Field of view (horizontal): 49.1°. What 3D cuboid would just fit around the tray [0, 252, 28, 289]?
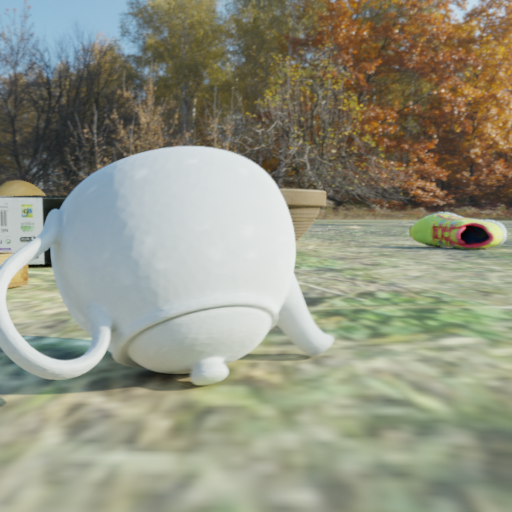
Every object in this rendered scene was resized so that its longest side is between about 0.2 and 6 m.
[{"bbox_3d":[-3.594,0.155,5.821,2.141,0.396,1.056,3,5,22],"label":"tray"}]

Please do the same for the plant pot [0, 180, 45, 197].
[{"bbox_3d":[-5.141,-0.691,11.524,1.393,1.393,1.494,0,22,3],"label":"plant pot"}]

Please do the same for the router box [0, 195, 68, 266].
[{"bbox_3d":[-2.731,-0.466,9.314,4.039,1.031,3.013,-1,5,-15],"label":"router box"}]

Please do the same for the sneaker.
[{"bbox_3d":[4.189,-0.509,11.858,1.964,0.767,0.887,2,10,31],"label":"sneaker"}]

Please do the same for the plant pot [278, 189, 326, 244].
[{"bbox_3d":[0.241,-0.901,13.258,2.787,1.286,2.787,1,5,0],"label":"plant pot"}]

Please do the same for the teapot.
[{"bbox_3d":[-0.361,0.161,2.704,1.292,0.944,1.275,-17,-26,3],"label":"teapot"}]
